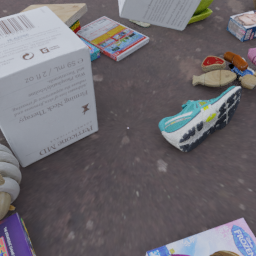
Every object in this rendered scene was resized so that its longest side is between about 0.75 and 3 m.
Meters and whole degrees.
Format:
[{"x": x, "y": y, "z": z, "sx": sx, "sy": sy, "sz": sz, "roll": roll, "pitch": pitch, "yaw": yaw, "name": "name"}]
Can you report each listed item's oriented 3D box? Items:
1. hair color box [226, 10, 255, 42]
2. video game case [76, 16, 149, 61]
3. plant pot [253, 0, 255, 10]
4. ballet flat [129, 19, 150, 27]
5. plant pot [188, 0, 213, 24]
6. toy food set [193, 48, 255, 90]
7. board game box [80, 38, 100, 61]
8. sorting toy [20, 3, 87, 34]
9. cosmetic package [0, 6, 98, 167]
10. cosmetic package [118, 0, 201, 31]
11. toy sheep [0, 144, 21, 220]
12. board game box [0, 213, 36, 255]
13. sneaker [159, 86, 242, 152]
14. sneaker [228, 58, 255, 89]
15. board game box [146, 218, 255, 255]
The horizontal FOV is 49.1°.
[{"x": 5.267, "y": -4.298, "z": 11.537, "sx": 2.072, "sy": 0.627, "sz": 1.036, "roll": -20, "pitch": 52, "yaw": -16, "name": "hair color box"}, {"x": -0.708, "y": -3.648, "z": 11.241, "sx": 2.562, "sy": 0.224, "sz": 1.832, "roll": 35, "pitch": 57, "yaw": 27, "name": "video game case"}, {"x": 6.158, "y": -5.573, "z": 12.528, "sx": 1.430, "sy": 0.660, "sz": 1.430, "roll": 6, "pitch": 53, "yaw": -9, "name": "plant pot"}, {"x": 0.477, "y": -4.619, "z": 12.008, "sx": 1.054, "sy": 0.329, "sz": 0.356, "roll": 27, "pitch": 57, "yaw": 21, "name": "ballet flat"}, {"x": 2.301, "y": -5.737, "z": 11.777, "sx": 2.358, "sy": 2.140, "sz": 2.346, "roll": -25, "pitch": 53, "yaw": -20, "name": "plant pot"}, {"x": 3.658, "y": -1.959, "z": 9.231, "sx": 2.773, "sy": 0.437, "sz": 1.762, "roll": 5, "pitch": 60, "yaw": 29, "name": "toy food set"}, {"x": -1.970, "y": -2.699, "z": 10.349, "sx": 1.504, "sy": 0.338, "sz": 1.144, "roll": -36, "pitch": 58, "yaw": -27, "name": "board game box"}, {"x": -3.230, "y": -3.540, "z": 10.409, "sx": 2.772, "sy": 0.965, "sz": 2.756, "roll": 11, "pitch": 49, "yaw": 25, "name": "sorting toy"}, {"x": -2.432, "y": -1.081, "z": 7.280, "sx": 2.395, "sy": 2.862, "sz": 2.381, "roll": -28, "pitch": 55, "yaw": -22, "name": "cosmetic package"}, {"x": 0.792, "y": -3.651, "z": 6.996, "sx": 1.820, "sy": 1.502, "sz": 1.501, "roll": 5, "pitch": 58, "yaw": -18, "name": "cosmetic package"}, {"x": -3.286, "y": 0.996, "z": 6.302, "sx": 1.729, "sy": 1.729, "sz": 2.508, "roll": -21, "pitch": 58, "yaw": -17, "name": "toy sheep"}, {"x": -2.577, "y": 2.849, "z": 5.461, "sx": 1.526, "sy": 0.523, "sz": 1.846, "roll": -25, "pitch": 54, "yaw": -19, "name": "board game box"}, {"x": 2.162, "y": -0.510, "z": 8.027, "sx": 2.919, "sy": 1.131, "sz": 1.163, "roll": -29, "pitch": 47, "yaw": -23, "name": "sneaker"}, {"x": 3.855, "y": -1.790, "z": 9.522, "sx": 0.638, "sy": 0.562, "sz": 1.431, "roll": -17, "pitch": 46, "yaw": 3, "name": "sneaker"}, {"x": 1.775, "y": 3.120, "z": 5.260, "sx": 2.253, "sy": 0.465, "sz": 2.259, "roll": -15, "pitch": 51, "yaw": -12, "name": "board game box"}]
